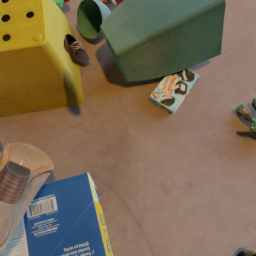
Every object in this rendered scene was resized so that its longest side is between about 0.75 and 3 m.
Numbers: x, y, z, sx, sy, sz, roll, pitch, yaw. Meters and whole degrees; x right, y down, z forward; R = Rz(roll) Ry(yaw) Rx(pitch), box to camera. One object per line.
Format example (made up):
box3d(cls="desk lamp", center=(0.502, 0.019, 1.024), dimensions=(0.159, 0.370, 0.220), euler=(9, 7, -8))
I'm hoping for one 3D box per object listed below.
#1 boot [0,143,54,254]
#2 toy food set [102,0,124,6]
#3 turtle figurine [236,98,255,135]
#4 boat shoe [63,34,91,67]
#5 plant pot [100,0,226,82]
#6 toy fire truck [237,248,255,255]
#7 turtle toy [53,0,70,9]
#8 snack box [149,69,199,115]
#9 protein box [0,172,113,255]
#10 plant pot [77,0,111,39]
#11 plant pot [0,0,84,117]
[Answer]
box3d(cls="boot", center=(-2.222, 1.388, 4.855), dimensions=(0.950, 2.705, 1.978), euler=(29, 90, -8))
box3d(cls="toy food set", center=(-0.077, -4.099, 9.381), dimensions=(0.856, 0.908, 1.903), euler=(-39, 74, -1))
box3d(cls="turtle figurine", center=(3.834, -0.083, 7.875), dimensions=(1.209, 0.813, 1.615), euler=(-13, 54, -19))
box3d(cls="boat shoe", center=(-1.081, -1.598, 5.735), dimensions=(0.348, 0.342, 0.933), euler=(-32, 60, -20))
box3d(cls="plant pot", center=(0.878, -2.815, 8.160), dimensions=(2.963, 2.093, 2.094), euler=(-27, 61, 0))
box3d(cls="toy fire truck", center=(3.523, 3.689, 6.383), dimensions=(1.698, 1.092, 1.494), euler=(14, 69, -7))
box3d(cls="turtle toy", center=(-2.686, -4.550, 9.203), dimensions=(2.088, 1.448, 2.865), euler=(14, 65, 31))
box3d(cls="snack box", center=(1.422, -1.229, 8.585), dimensions=(0.873, 0.279, 1.503), euler=(33, 73, 12))
box3d(cls="protein box", center=(-1.698, 2.673, 6.329), dimensions=(2.481, 1.686, 2.499), euler=(-15, 70, -6))
box3d(cls="plant pot", center=(-0.980, -3.573, 9.125), dimensions=(1.190, 1.190, 0.801), euler=(47, 44, 16))
box3d(cls="plant pot", center=(-2.926, -2.189, 7.801), dimensions=(2.764, 2.438, 2.765), euler=(-10, 70, -3))
